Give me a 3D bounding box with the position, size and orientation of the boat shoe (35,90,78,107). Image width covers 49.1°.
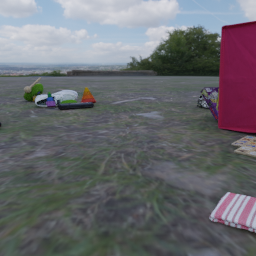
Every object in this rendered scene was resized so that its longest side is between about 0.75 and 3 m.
[{"bbox_3d":[-3.153,-1.205,12.445,1.892,0.696,0.632,-12,28,-8],"label":"boat shoe"}]

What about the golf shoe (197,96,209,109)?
[{"bbox_3d":[3.369,-1.111,11.999,0.442,0.538,1.138,-6,15,-28],"label":"golf shoe"}]

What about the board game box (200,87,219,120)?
[{"bbox_3d":[3.497,-0.881,9.675,1.961,0.317,1.177,-5,59,-32],"label":"board game box"}]

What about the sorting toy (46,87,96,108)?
[{"bbox_3d":[-2.496,-1.372,12.266,2.215,0.763,0.768,-7,-4,-25],"label":"sorting toy"}]

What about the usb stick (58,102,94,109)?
[{"bbox_3d":[-2.203,-0.945,11.851,1.507,0.246,0.418,-6,4,-26],"label":"usb stick"}]

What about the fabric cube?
[{"bbox_3d":[4.612,-1.397,7.635,2.988,2.941,2.998,-9,14,-38],"label":"fabric cube"}]

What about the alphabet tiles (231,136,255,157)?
[{"bbox_3d":[3.026,0.429,6.207,1.307,0.059,1.563,11,16,40],"label":"alphabet tiles"}]

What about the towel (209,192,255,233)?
[{"bbox_3d":[1.550,1.049,3.311,0.999,0.149,0.731,6,14,35],"label":"towel"}]

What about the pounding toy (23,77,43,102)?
[{"bbox_3d":[-4.608,-1.715,14.150,1.137,0.684,1.473,-41,-7,-25],"label":"pounding toy"}]
